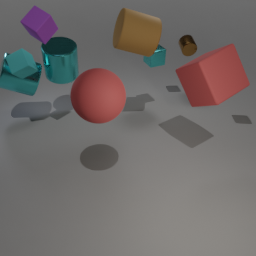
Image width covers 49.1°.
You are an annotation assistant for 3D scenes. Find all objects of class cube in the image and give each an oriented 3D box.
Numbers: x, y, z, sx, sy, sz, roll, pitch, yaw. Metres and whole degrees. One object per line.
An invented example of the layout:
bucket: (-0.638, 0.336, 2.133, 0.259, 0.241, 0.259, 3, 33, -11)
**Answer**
cube: (-3.774, -2.281, 9.991, 0.700, 0.700, 0.700, -25, -8, 7)
cube: (1.117, -3.055, 11.814, 0.700, 0.700, 0.700, -15, 41, -19)
cube: (-2.756, -3.216, 8.768, 0.700, 0.700, 0.700, 35, 81, 15)
cube: (2.649, -1.614, 8.899, 1.400, 1.400, 1.400, -30, 11, -17)

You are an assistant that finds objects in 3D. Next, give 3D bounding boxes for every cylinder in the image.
cylinder: (-2.760, -2.768, 11.490, 1.400, 1.400, 1.400, 3, 48, -3)
cylinder: (2.711, -3.743, 12.707, 0.700, 0.700, 0.700, -4, 50, -6)
cylinder: (0.306, -3.418, 10.096, 1.400, 1.400, 1.400, 9, 28, -18)
cylinder: (-4.359, -2.128, 11.242, 1.400, 1.400, 1.400, 14, 23, -29)

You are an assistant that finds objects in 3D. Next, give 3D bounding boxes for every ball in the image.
ball: (-0.752, -0.811, 7.131, 1.400, 1.400, 1.400, 0, 31, 0)
